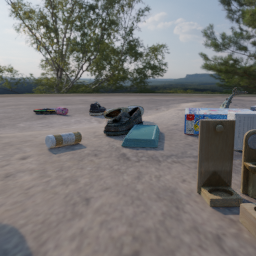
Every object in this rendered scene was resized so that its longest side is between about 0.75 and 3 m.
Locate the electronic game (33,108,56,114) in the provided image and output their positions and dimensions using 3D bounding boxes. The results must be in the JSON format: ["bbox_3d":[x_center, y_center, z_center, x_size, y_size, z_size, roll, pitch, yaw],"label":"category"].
[{"bbox_3d":[-4.507,-0.966,15.478,1.386,0.288,1.386,0,9,0],"label":"electronic game"}]

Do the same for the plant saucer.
[{"bbox_3d":[0.452,0.177,8.326,0.937,0.254,2.680,1,10,8],"label":"plant saucer"}]

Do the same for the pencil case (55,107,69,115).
[{"bbox_3d":[-3.507,-0.905,14.821,0.406,0.406,0.929,-7,12,-37],"label":"pencil case"}]

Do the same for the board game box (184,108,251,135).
[{"bbox_3d":[3.139,-0.256,9.661,2.334,0.666,2.384,2,9,12],"label":"board game box"}]

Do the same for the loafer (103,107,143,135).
[{"bbox_3d":[-0.149,-0.281,9.558,0.848,0.743,2.361,4,10,24],"label":"loafer"}]

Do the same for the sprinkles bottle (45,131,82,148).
[{"bbox_3d":[-1.654,0.293,7.251,0.321,0.321,0.941,9,12,44],"label":"sprinkles bottle"}]

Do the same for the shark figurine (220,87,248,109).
[{"bbox_3d":[4.454,-0.793,12.330,0.843,2.019,1.207,37,-25,-1],"label":"shark figurine"}]

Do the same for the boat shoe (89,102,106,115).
[{"bbox_3d":[-1.573,-1.078,15.013,0.749,0.647,2.062,2,9,10],"label":"boat shoe"}]

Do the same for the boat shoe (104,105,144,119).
[{"bbox_3d":[-0.178,-0.607,12.257,1.780,0.665,0.609,-7,13,6],"label":"boat shoe"}]

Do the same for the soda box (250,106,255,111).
[{"bbox_3d":[6.232,-0.738,12.926,0.581,0.625,1.830,8,11,42],"label":"soda box"}]

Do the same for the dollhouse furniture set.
[{"bbox_3d":[1.655,0.507,3.400,1.257,1.077,1.321,0,9,-2],"label":"dollhouse furniture set"}]

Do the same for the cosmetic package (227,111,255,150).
[{"bbox_3d":[3.418,0.057,6.866,1.827,0.929,0.676,-1,9,3],"label":"cosmetic package"}]
